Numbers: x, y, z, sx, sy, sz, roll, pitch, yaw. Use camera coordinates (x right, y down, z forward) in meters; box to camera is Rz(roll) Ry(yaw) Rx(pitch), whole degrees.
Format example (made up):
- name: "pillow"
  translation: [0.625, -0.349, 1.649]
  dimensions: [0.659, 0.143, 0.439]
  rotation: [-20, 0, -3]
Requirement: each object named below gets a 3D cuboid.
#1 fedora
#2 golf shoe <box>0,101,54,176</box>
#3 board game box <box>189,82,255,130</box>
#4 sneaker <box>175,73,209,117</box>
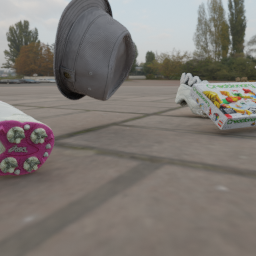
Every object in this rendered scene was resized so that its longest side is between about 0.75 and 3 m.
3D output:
- name: "fedora"
  translation: [-0.620, -1.693, 6.726]
  dimensions: [1.218, 2.698, 2.386]
  rotation: [28, 41, 14]
- name: "golf shoe"
  translation: [-2.169, -0.048, 3.337]
  dimensions: [2.495, 0.940, 1.142]
  rotation: [20, 12, -46]
- name: "board game box"
  translation: [2.817, -0.610, 6.973]
  dimensions: [2.209, 0.382, 1.395]
  rotation: [-6, 43, -25]
- name: "sneaker"
  translation: [2.805, -0.839, 9.222]
  dimensions: [1.121, 1.209, 2.983]
  rotation: [21, 8, -45]
